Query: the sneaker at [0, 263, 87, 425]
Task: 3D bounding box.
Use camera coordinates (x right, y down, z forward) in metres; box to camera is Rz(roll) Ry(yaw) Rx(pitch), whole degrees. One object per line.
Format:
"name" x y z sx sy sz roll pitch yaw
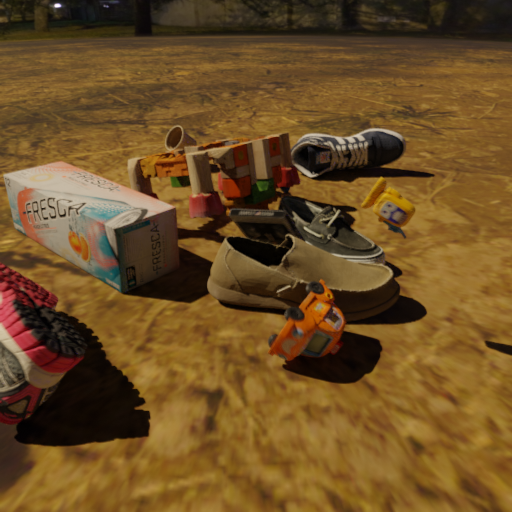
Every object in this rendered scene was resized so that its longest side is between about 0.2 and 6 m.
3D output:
"sneaker" -3.362 0.920 7.407 1.185 1.279 3.172 -54 35 -3

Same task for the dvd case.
"dvd case" 0.283 -0.361 9.756 1.061 1.412 0.175 4 62 29

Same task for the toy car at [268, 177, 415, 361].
"toy car" 1.183 0.357 7.344 0.873 2.624 1.287 36 23 9

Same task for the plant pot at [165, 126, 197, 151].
"plant pot" -1.972 -3.039 15.032 0.697 0.697 0.638 28 5 43

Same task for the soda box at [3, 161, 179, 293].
"soda box" -3.175 -0.698 10.538 3.897 1.239 1.333 22 34 38

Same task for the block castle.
"block castle" -0.769 -1.542 11.800 2.290 1.608 3.427 2 18 36

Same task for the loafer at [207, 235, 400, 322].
"loafer" 0.731 0.284 8.821 3.077 1.038 1.170 2 27 4

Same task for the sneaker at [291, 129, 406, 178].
"sneaker" 2.291 -2.641 14.506 2.961 1.038 1.606 3 22 21

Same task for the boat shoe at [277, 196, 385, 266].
"boat shoe" 1.259 -0.463 10.430 2.556 0.906 0.921 24 35 38
